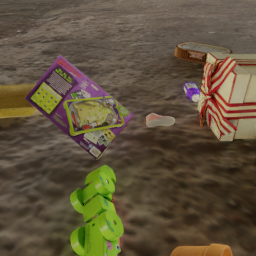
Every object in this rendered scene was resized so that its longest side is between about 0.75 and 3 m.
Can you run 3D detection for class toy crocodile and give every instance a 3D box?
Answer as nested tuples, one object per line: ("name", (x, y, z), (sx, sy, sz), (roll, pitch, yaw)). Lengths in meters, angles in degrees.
("toy crocodile", (-0.484, 1.531, 4.891), (0.789, 0.722, 2.338), (-39, 31, 15))

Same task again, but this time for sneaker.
("sneaker", (0.913, -0.270, 8.070), (0.825, 0.311, 0.431), (-6, 37, -2))

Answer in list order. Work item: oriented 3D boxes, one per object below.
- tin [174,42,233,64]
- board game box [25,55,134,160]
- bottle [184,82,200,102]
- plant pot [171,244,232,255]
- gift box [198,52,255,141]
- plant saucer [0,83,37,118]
("tin", (3.509, -3.533, 13.142), (2.759, 0.578, 1.545), (21, 33, 30))
("board game box", (-1.162, -0.503, 6.718), (2.311, 1.387, 0.373), (40, 5, 6))
("bottle", (2.208, -1.238, 9.600), (0.435, 0.340, 1.042), (0, 32, -3))
("plant pot", (0.963, 2.056, 3.815), (0.710, 1.014, 1.014), (1, 28, 32))
("gift box", (3.064, -0.901, 7.426), (2.119, 2.094, 2.269), (-1, 26, -5))
("plant saucer", (-3.673, -0.821, 8.842), (1.827, 0.443, 1.828), (-4, 32, -8))
